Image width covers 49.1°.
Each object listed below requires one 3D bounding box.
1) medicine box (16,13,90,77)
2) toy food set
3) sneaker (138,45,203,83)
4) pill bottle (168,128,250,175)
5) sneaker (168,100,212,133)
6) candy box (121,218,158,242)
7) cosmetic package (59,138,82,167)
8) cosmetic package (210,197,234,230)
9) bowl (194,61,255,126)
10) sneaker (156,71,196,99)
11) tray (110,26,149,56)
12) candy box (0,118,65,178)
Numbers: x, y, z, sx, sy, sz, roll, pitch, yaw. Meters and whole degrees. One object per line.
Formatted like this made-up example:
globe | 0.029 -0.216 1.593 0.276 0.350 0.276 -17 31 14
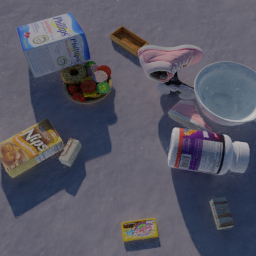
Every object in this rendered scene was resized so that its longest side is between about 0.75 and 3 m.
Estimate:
medicine box | -2.982 -3.384 11.217 2.353 1.211 2.143 -21 48 -11
toy food set | -1.575 -1.838 11.036 1.986 0.488 2.007 -12 60 -7
sneaker | 1.717 -2.331 10.497 2.618 0.985 1.368 -3 63 -17
pill bottle | 2.555 0.787 9.056 2.369 1.320 1.320 8 61 5
sneaker | 2.421 -0.423 10.122 1.762 0.663 0.921 34 71 22
candy box | 0.352 3.065 8.446 1.062 0.140 0.543 -7 63 -4
cosmetic package | -1.964 0.825 9.549 0.369 0.437 0.846 18 61 14
cosmetic package | 2.862 2.606 8.568 0.451 0.380 0.872 -9 61 -5
bowl | 3.593 -1.066 10.183 2.587 1.163 2.587 0 63 0
sneaker | 1.990 -1.739 10.898 1.684 0.636 0.959 13 59 6
tray | 0.053 -3.834 12.298 1.579 0.292 0.779 39 67 19
candy box | -3.329 0.653 9.573 2.004 0.554 1.157 -31 64 -16
